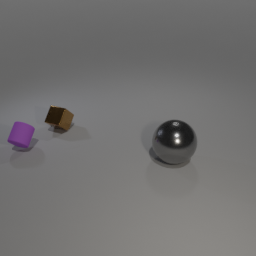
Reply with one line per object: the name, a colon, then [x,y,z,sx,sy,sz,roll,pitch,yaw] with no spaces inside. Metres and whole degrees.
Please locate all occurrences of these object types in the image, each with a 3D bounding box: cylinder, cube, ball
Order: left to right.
cylinder: [-3.602,0.232,9.459,0.700,0.700,0.700,8,69,15]
cube: [-2.601,-0.368,10.653,0.700,0.700,0.700,12,77,21]
ball: [1.456,0.433,8.780,1.400,1.400,1.400,0,30,0]
